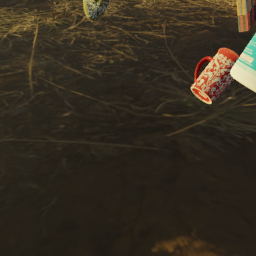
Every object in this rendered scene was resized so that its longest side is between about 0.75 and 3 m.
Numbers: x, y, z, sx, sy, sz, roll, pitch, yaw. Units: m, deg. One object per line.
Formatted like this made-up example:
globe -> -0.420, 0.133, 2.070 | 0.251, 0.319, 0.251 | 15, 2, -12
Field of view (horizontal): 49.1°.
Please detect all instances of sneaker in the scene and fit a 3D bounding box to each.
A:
sneaker -> -0.643, -3.668, 7.015 | 0.747, 1.942, 0.861 | 20, 23, -12

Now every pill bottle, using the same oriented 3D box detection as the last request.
pill bottle -> 3.010, -1.638, 5.450 | 1.101, 1.987, 1.101 | 24, 24, -11

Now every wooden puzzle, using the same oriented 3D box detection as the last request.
wooden puzzle -> 2.578, -3.089, 6.043 | 0.194, 1.635, 2.757 | 1, 30, 32

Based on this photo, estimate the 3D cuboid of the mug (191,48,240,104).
mug -> 2.271, -1.332, 7.407 | 1.264, 0.843, 1.122 | -50, 17, -2
